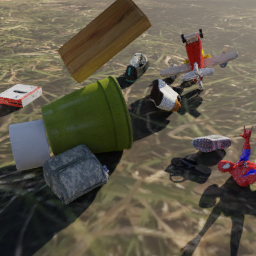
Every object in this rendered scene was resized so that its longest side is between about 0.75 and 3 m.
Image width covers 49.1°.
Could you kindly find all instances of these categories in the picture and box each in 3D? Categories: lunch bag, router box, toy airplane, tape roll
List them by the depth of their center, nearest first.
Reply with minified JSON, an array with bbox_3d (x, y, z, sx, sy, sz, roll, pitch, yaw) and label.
[{"bbox_3d":[-1.264,1.175,6.908,1.323,0.922,1.110,-24,55,-32],"label":"lunch bag"},{"bbox_3d":[-2.644,0.461,7.636,0.887,1.292,1.292,-10,33,-18],"label":"tape roll"},{"bbox_3d":[-4.412,-1.345,11.478,1.191,0.324,1.327,10,33,16],"label":"router box"},{"bbox_3d":[3.220,-2.926,12.939,2.732,1.928,2.720,37,85,33],"label":"toy airplane"}]

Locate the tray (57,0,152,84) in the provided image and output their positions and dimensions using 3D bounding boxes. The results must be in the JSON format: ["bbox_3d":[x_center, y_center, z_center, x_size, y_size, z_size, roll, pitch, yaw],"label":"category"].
[{"bbox_3d":[-0.811,-2.823,8.808,2.856,0.529,1.409,-37,59,8],"label":"tray"}]

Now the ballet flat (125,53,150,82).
[{"bbox_3d":[0.544,-3.146,13.841,0.909,0.915,2.674,7,32,14],"label":"ballet flat"}]

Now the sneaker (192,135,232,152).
[{"bbox_3d":[2.503,0.449,8.581,1.223,0.457,0.502,1,17,-12],"label":"sneaker"}]

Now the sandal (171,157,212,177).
[{"bbox_3d":[1.753,1.002,7.748,1.135,0.243,0.432,14,34,22],"label":"sandal"}]

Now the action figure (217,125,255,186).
[{"bbox_3d":[3.798,0.858,6.941,2.964,1.467,0.967,4,31,12],"label":"action figure"}]

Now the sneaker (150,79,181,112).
[{"bbox_3d":[1.482,-1.216,11.044,0.978,0.841,2.311,20,27,-14],"label":"sneaker"}]

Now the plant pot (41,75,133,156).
[{"bbox_3d":[-1.243,-0.161,7.970,2.141,2.224,2.224,-16,34,-12],"label":"plant pot"}]
